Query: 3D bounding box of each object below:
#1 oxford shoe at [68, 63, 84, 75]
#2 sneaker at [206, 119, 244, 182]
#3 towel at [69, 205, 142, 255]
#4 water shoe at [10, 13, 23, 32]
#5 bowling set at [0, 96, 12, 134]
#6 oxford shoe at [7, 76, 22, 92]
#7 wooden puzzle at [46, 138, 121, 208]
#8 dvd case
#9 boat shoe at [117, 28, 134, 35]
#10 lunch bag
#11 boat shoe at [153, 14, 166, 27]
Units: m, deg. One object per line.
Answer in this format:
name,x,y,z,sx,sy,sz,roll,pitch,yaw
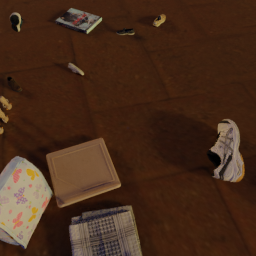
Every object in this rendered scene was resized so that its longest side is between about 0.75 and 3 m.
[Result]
oxford shoe,-2.547,-2.827,13.680,0.982,0.369,0.284,37,102,16
sneaker,3.527,0.716,10.498,1.161,1.002,2.648,3,52,3
towel,-0.687,3.561,8.704,2.123,0.381,2.205,-10,53,-8
water shoe,-3.730,-3.641,9.409,0.351,0.980,0.387,27,68,-17
bowling set,-5.609,-0.512,11.695,1.107,0.854,1.591,-4,52,21
oxford shoe,-5.294,-2.028,12.949,1.065,0.450,0.387,36,59,23
wooden puzzle,-1.667,1.566,10.246,2.238,0.450,2.419,-17,50,-12
dvd case,-2.859,-6.274,16.326,2.206,0.243,1.611,25,56,17
boat shoe,-0.144,-5.415,15.609,0.989,0.328,0.369,5,53,4
lunch bag,-3.503,2.197,8.492,1.505,2.367,2.007,14,54,10
boat shoe,1.856,-6.322,16.221,0.431,0.458,1.203,23,56,16
